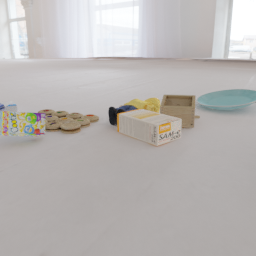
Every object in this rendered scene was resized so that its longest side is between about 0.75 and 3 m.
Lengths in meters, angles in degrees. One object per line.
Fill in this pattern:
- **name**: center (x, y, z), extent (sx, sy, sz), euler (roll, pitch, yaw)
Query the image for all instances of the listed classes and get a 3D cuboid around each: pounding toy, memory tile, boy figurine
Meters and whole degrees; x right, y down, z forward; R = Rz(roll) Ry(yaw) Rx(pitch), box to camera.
- **pounding toy**: center (1.823, -0.531, 9.585), extent (1.297, 1.002, 1.409), euler (3, 28, 13)
- **memory tile**: center (-2.452, -0.284, 9.690), extent (2.551, 0.214, 1.955), euler (7, 19, 21)
- **boy figurine**: center (0.313, -0.641, 9.993), extent (1.403, 0.727, 2.256), euler (15, 22, 39)

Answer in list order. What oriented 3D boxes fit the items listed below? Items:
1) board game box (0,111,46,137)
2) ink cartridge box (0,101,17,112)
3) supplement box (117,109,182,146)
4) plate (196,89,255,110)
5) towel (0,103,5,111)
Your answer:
- **board game box**: center (-2.916, -0.099, 7.776), extent (1.158, 0.608, 0.597), euler (1, -9, -20)
- **ink cartridge box**: center (-4.769, -0.768, 10.907), extent (0.680, 0.398, 0.941), euler (-11, 22, -32)
- **supplement box**: center (0.602, -0.067, 8.302), extent (1.059, 0.618, 1.681), euler (-14, 22, -39)
- **plate**: center (4.272, -1.172, 11.846), extent (2.679, 0.342, 2.679), euler (-9, 19, 3)
- **towel**: center (-5.455, -0.667, 10.177), extent (1.540, 0.254, 2.127), euler (-31, 30, -27)
